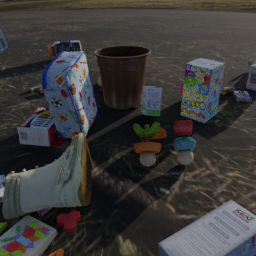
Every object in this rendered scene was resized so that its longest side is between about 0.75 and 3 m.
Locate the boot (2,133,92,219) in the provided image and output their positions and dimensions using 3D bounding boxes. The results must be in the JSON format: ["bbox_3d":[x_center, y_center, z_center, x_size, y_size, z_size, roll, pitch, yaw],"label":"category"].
[{"bbox_3d":[-1.895,1.068,6.895,1.943,0.906,2.513,-13,30,1],"label":"boot"}]

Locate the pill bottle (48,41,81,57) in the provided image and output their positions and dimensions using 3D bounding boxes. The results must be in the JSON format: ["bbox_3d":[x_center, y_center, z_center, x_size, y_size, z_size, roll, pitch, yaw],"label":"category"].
[{"bbox_3d":[-4.134,-5.080,18.209,2.049,1.088,1.088,-8,30,-16],"label":"pill bottle"}]

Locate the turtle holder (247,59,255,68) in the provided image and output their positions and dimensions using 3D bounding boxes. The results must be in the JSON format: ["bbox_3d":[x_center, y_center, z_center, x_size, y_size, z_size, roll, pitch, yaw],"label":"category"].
[{"bbox_3d":[7.436,-3.615,15.856,0.836,0.781,1.100,-17,33,-27],"label":"turtle holder"}]

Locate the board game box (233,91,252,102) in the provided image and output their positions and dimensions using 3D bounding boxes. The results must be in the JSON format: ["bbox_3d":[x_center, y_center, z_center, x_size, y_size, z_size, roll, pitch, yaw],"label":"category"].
[{"bbox_3d":[5.092,-1.426,12.494,0.626,0.159,0.925,3,29,6],"label":"board game box"}]

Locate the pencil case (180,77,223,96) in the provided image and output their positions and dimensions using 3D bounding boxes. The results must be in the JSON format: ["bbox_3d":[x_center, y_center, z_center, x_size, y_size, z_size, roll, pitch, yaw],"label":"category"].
[{"bbox_3d":[3.378,-1.937,12.545,1.117,1.082,2.384,-20,9,48],"label":"pencil case"}]

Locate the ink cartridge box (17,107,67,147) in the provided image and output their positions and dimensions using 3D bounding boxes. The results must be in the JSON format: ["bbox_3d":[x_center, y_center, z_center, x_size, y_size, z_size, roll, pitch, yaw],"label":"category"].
[{"bbox_3d":[-2.690,-0.067,9.482,1.385,0.662,1.578,5,29,6],"label":"ink cartridge box"}]

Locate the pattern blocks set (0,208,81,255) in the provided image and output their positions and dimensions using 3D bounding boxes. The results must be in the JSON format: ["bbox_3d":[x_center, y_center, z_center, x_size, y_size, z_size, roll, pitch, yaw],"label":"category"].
[{"bbox_3d":[-2.102,2.315,5.639,1.883,0.174,2.142,7,30,13],"label":"pattern blocks set"}]

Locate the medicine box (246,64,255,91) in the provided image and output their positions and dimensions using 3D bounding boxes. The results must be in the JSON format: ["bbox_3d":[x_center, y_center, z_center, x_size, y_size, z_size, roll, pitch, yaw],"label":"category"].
[{"bbox_3d":[6.357,-2.502,13.444,1.243,1.132,0.640,-23,36,-35],"label":"medicine box"}]

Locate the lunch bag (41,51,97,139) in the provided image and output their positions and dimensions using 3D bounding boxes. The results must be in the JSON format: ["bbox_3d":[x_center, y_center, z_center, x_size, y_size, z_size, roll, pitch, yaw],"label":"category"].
[{"bbox_3d":[-1.781,-1.046,9.186,1.018,2.696,2.160,1,38,10],"label":"lunch bag"}]

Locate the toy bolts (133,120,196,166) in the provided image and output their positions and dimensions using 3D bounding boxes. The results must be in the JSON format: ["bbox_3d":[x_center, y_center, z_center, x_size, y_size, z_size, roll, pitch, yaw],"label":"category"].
[{"bbox_3d":[1.136,0.547,8.395,1.768,1.226,1.689,-5,-13,11],"label":"toy bolts"}]

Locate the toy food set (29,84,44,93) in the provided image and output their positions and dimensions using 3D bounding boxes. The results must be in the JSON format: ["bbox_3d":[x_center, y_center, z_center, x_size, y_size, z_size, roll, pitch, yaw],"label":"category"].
[{"bbox_3d":[-3.514,-2.173,13.658,1.424,0.353,2.240,18,34,30],"label":"toy food set"}]

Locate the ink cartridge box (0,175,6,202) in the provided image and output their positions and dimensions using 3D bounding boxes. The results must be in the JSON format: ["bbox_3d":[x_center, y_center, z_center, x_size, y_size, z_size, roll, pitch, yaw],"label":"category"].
[{"bbox_3d":[-3.436,1.547,6.943,0.944,0.222,0.933,-3,25,-39],"label":"ink cartridge box"}]

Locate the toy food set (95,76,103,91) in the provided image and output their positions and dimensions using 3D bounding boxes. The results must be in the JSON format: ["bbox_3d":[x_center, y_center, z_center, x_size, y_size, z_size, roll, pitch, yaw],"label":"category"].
[{"bbox_3d":[-0.428,-2.252,13.590,2.306,0.561,2.283,10,30,18],"label":"toy food set"}]

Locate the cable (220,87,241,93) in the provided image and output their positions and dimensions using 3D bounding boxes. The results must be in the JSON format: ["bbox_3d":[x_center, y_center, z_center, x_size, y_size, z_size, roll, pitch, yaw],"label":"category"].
[{"bbox_3d":[4.876,-1.849,13.019,1.192,0.300,0.579,-20,4,-25],"label":"cable"}]

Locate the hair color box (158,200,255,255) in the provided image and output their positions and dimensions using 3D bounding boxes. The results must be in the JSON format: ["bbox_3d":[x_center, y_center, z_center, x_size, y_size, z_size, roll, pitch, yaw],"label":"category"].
[{"bbox_3d":[1.597,2.155,5.186,1.865,0.565,0.923,-22,27,-22],"label":"hair color box"}]

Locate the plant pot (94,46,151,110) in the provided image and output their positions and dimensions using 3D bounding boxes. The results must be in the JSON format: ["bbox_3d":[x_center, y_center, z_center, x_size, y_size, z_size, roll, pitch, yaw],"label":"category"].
[{"bbox_3d":[-0.208,-2.059,11.485,2.224,2.202,2.224,0,27,0],"label":"plant pot"}]

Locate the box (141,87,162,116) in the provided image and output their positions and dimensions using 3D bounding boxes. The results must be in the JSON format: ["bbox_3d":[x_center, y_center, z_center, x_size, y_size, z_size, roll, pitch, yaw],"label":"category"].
[{"bbox_3d":[0.844,-1.029,10.486,0.565,1.032,1.170,3,8,-6],"label":"box"}]

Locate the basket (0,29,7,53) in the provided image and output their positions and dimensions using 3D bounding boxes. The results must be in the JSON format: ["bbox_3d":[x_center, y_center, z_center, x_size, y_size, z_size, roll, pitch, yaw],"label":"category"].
[{"bbox_3d":[-9.142,-5.807,18.981,1.386,1.757,1.992,8,48,18],"label":"basket"}]

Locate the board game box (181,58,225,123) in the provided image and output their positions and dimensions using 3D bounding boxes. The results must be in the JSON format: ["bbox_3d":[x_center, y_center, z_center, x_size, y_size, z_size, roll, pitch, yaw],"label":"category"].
[{"bbox_3d":[2.764,-1.421,10.494,1.061,2.060,1.080,22,36,35],"label":"board game box"}]
